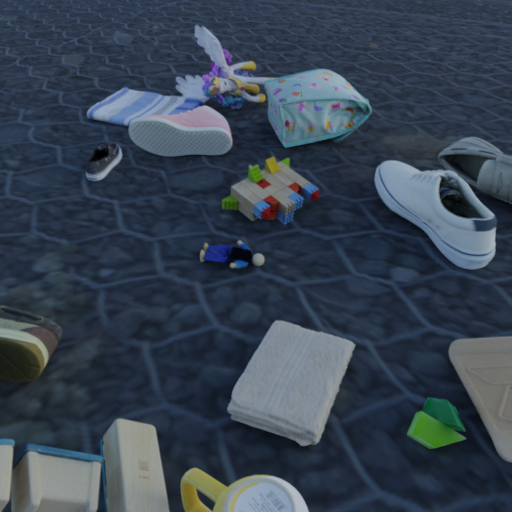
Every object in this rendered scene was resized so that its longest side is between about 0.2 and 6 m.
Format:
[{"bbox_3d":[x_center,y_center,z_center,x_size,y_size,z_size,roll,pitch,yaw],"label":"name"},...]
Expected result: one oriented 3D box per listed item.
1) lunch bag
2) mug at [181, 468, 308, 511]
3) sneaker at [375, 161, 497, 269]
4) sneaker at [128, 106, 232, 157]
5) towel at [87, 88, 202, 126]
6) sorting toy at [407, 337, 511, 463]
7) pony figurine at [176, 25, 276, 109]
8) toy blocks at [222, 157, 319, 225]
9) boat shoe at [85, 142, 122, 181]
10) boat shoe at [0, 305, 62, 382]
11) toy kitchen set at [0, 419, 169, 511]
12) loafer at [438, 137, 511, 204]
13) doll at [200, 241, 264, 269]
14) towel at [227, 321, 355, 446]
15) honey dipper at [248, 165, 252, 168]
[{"bbox_3d":[1.569,-3.892,14.534,2.378,1.450,2.026,-12,37,-6],"label":"lunch bag"},{"bbox_3d":[-0.102,2.827,5.531,1.520,1.248,1.217,3,37,6],"label":"mug"},{"bbox_3d":[3.515,-1.174,10.903,1.213,1.176,3.321,-15,42,-21],"label":"sneaker"},{"bbox_3d":[-1.834,-3.153,13.935,2.491,0.938,1.302,4,39,-5],"label":"sneaker"},{"bbox_3d":[-3.115,-4.143,15.804,2.766,0.329,2.031,14,39,18],"label":"towel"},{"bbox_3d":[3.355,1.874,7.419,2.912,0.429,2.152,-4,27,3],"label":"sorting toy"},{"bbox_3d":[-0.900,-5.200,16.187,2.563,2.134,2.474,-13,45,-41],"label":"pony figurine"},{"bbox_3d":[0.405,-1.196,11.463,1.839,0.919,1.257,-31,57,-29],"label":"toy blocks"},{"bbox_3d":[-3.623,-2.370,13.199,0.570,0.540,1.630,6,37,9],"label":"boat shoe"},{"bbox_3d":[-4.175,1.103,8.204,2.794,0.998,0.918,10,27,13],"label":"boat shoe"},{"bbox_3d":[-2.384,2.717,6.216,2.143,1.717,1.262,24,24,-32],"label":"toy kitchen set"},{"bbox_3d":[5.160,-1.635,11.835,1.075,1.077,3.079,-19,34,-19],"label":"loafer"},{"bbox_3d":[-0.410,-0.017,10.222,1.142,0.277,0.779,8,38,11],"label":"doll"},{"bbox_3d":[0.523,1.699,7.815,1.307,0.340,1.972,15,36,19],"label":"towel"},{"bbox_3d":[-0.160,-1.809,12.655,0.136,0.136,0.715,1,46,2],"label":"honey dipper"}]
